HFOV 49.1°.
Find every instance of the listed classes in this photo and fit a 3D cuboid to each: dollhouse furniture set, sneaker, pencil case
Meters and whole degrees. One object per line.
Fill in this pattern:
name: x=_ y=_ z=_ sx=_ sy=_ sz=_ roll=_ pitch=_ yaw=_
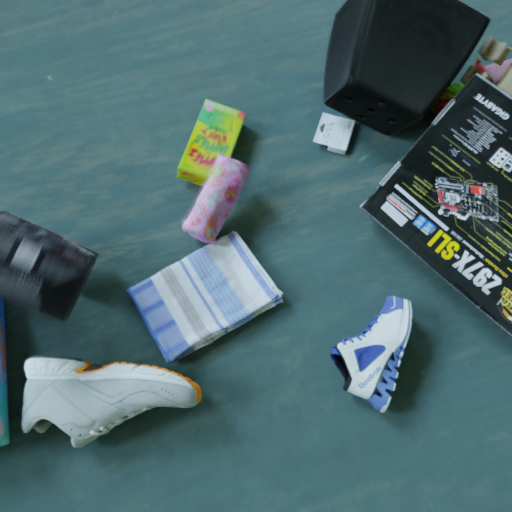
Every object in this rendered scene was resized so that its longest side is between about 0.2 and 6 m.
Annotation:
dollhouse furniture set: x=4.524 y=-2.738 z=10.187 sx=1.585 sy=1.202 sz=1.809 roll=39 pitch=111 yaw=24
sneaker: x=-2.244 y=2.305 z=8.622 sx=2.828 sy=1.070 sz=1.301 roll=2 pitch=73 yaw=9
dollhouse furniture set: x=5.142 y=-2.995 z=10.973 sx=1.093 sy=0.826 sz=2.031 roll=-16 pitch=63 yaw=-7
pencil case: x=-0.713 y=-1.016 z=9.973 sx=0.697 sy=0.697 sz=1.594 roll=25 pitch=85 yaw=11
sneaker: x=1.802 y=1.444 z=9.052 sx=1.086 sy=0.760 sz=1.881 roll=18 pitch=68 yaw=6

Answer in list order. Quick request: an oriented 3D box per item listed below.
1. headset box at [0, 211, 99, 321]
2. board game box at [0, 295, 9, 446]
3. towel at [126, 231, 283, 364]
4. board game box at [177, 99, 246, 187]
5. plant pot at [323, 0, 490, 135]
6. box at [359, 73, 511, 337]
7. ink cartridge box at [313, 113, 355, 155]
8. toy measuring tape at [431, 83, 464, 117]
headset box: x=-3.444 y=0.065 z=8.655 sx=1.731 sy=2.325 sz=0.898 roll=26 pitch=88 yaw=-15
board game box: x=-5.286 y=1.627 z=8.819 sx=2.429 sy=0.719 sz=3.194 roll=-12 pitch=60 yaw=-8
towel: x=-0.883 y=0.648 z=9.628 sx=2.264 sy=0.269 sz=1.662 roll=-29 pitch=65 yaw=-13
board game box: x=-0.847 y=-2.139 z=10.796 sx=0.845 sy=0.396 sz=1.663 roll=19 pitch=66 yaw=-5
plant pot: x=2.465 y=-3.584 z=10.434 sx=2.249 sy=2.254 sz=2.000 roll=24 pitch=85 yaw=-11
box: x=4.061 y=-0.742 z=9.267 sx=3.652 sy=0.901 sz=2.916 roll=43 pitch=105 yaw=18
ink cartridge box: x=1.545 y=-2.433 z=11.145 sx=0.673 sy=0.169 sz=0.776 roll=16 pitch=67 yaw=8
toy measuring tape: x=4.216 y=-2.679 z=10.918 sx=0.844 sy=0.844 sz=2.293 roll=-37 pitch=71 yaw=-15
